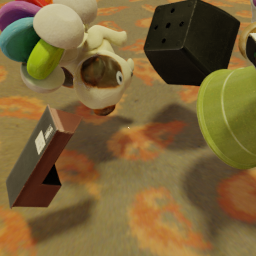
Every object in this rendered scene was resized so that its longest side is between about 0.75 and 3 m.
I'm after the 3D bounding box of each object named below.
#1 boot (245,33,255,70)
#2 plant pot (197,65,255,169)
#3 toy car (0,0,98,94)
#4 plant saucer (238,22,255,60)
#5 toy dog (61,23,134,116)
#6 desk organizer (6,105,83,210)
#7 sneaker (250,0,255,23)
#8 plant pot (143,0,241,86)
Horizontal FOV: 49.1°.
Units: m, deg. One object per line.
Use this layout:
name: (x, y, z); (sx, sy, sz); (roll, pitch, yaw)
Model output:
boot: (2.083, -0.795, 3.361); (0.976, 0.490, 1.353); (-1, 42, 7)
plant pot: (2.731, -0.427, 4.989); (2.152, 2.043, 2.152); (7, 75, -26)
toy car: (-1.673, -1.903, 5.491); (1.588, 1.854, 2.118); (27, 48, -14)
plant saucer: (2.508, -1.639, 5.302); (0.782, 0.782, 0.139); (14, 12, 15)
toy dog: (-1.068, -1.603, 7.150); (2.714, 1.954, 2.800); (-26, 47, -26)
desk organizer: (-1.477, 0.602, 5.122); (0.740, 1.923, 0.690); (15, 30, -40)
sneaker: (3.165, -2.835, 6.654); (0.718, 1.918, 0.955); (-11, 27, 9)
plant pot: (1.412, -2.105, 6.820); (1.750, 1.552, 1.745); (14, 86, 44)
